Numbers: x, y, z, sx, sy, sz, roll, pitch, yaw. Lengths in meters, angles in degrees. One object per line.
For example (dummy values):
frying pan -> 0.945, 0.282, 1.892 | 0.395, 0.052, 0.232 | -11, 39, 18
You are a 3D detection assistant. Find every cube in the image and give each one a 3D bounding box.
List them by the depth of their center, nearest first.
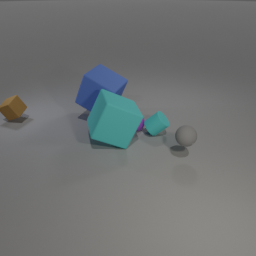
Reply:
cube -> -0.511, -0.332, 10.039 | 1.400, 1.400, 1.400 | 19, 22, -23
cube -> -1.074, -1.502, 11.413 | 1.400, 1.400, 1.400 | 31, 37, 5
cube -> -4.810, -0.836, 11.678 | 0.700, 0.700, 0.700 | -13, 37, 28

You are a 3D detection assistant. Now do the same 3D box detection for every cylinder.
cylinder -> 1.096, -0.173, 10.693 | 0.700, 0.700, 0.700 | -36, 15, 26

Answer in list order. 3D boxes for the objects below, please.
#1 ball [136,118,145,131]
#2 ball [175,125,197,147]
ball -> 0.312, -0.226, 11.087 | 0.700, 0.700, 0.700 | 0, 28, 0
ball -> 1.879, 0.256, 9.047 | 0.700, 0.700, 0.700 | 0, 28, 0
